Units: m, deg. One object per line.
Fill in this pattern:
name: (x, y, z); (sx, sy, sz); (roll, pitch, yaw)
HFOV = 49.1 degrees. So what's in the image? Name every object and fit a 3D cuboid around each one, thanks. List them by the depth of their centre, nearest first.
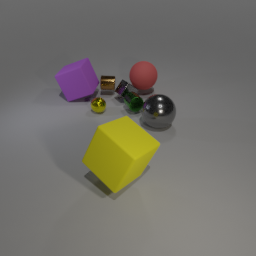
cube: (-0.206, 0.712, 8.109); (1.400, 1.400, 1.400); (40, 33, 19)
ball: (1.246, -0.672, 11.343); (1.400, 1.400, 1.400); (0, 33, 0)
cylinder: (0.253, -1.176, 12.481); (0.700, 0.700, 0.700); (-12, 32, -18)
ball: (-1.320, -1.028, 12.514); (0.700, 0.700, 0.700); (0, 33, 0)
cube: (-0.076, -1.784, 13.392); (0.700, 0.700, 0.700); (31, 6, -36)
cube: (-2.410, -2.336, 13.518); (1.400, 1.400, 1.400); (-15, 28, 18)
cylinder: (-0.987, -2.233, 13.851); (0.700, 0.700, 0.700); (2, 33, 0)
ball: (0.763, -2.599, 13.884); (1.400, 1.400, 1.400); (0, 33, 0)
